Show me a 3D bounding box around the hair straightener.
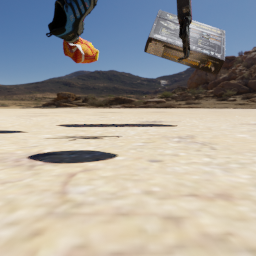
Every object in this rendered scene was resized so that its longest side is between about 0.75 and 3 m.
[{"bbox_3d":[1.356,-2.657,7.015,0.430,2.104,0.810,2,-16,18],"label":"hair straightener"}]

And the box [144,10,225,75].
[{"bbox_3d":[2.253,-3.361,10.808,2.877,0.695,2.279,18,48,0],"label":"box"}]

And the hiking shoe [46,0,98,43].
[{"bbox_3d":[-1.291,-3.051,6.778,0.739,1.985,0.861,31,20,24],"label":"hiking shoe"}]

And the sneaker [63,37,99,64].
[{"bbox_3d":[-1.489,-2.412,8.498,0.755,0.714,1.957,-8,40,-31],"label":"sneaker"}]
